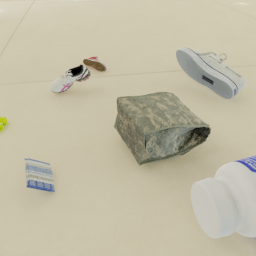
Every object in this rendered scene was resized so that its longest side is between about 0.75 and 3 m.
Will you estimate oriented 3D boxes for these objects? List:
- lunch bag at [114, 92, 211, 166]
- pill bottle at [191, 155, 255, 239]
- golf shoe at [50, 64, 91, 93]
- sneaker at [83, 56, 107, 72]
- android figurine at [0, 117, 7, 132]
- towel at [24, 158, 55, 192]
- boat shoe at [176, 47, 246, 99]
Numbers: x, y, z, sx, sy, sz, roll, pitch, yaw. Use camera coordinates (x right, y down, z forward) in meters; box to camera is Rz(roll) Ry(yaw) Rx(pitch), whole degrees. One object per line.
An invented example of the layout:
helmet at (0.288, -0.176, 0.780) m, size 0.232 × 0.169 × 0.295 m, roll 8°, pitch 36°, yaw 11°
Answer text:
lunch bag at (0.893, -0.097, 7.316) m, size 2.066 × 1.215 × 1.695 m, roll -10°, pitch 39°, yaw -23°
pill bottle at (2.556, 1.223, 5.340) m, size 2.505 × 1.404 × 1.404 m, roll -13°, pitch 38°, yaw -11°
golf shoe at (-2.078, -1.747, 9.638) m, size 1.517 × 0.698 × 0.551 m, roll -28°, pitch 69°, yaw 3°
sneaker at (-1.260, -2.688, 11.669) m, size 1.092 × 0.389 × 0.614 m, roll 25°, pitch 33°, yaw 16°
android figurine at (-3.987, -0.091, 8.250) m, size 0.817 × 0.184 × 0.898 m, roll -13°, pitch 36°, yaw -18°
towel at (-2.018, 1.062, 6.365) m, size 0.661 × 0.107 × 0.900 m, roll 21°, pitch 27°, yaw -35°
boat shoe at (3.026, -2.220, 10.017) m, size 1.190 × 1.031 × 2.792 m, roll -35°, pitch 56°, yaw -18°
